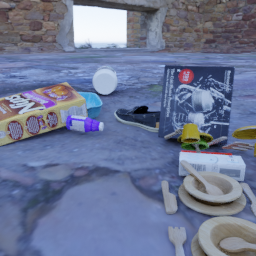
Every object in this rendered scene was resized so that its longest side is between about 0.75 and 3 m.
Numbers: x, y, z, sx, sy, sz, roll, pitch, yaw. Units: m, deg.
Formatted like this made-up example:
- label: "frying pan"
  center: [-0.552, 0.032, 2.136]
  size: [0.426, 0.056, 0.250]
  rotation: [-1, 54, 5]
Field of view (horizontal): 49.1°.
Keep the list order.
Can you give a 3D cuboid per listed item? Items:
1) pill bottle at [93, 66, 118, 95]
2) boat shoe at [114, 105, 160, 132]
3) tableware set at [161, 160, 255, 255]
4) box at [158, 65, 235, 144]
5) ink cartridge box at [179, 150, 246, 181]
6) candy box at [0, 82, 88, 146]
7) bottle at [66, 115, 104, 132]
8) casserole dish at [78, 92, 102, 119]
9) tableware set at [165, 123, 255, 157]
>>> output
- label: "pill bottle"
  center: [-1.157, -2.433, 14.284]
  size: [1.252, 1.252, 2.213]
  rotation: [-1, 17, -3]
- label: "boat shoe"
  center: [0.388, -0.425, 9.196]
  size: [0.818, 0.682, 2.192]
  rotation: [-18, 24, -38]
- label: "tableware set"
  center: [1.471, 1.265, 4.320]
  size: [1.721, 0.522, 2.603]
  rotation: [1, 18, 2]
- label: "box"
  center: [1.828, -0.620, 7.467]
  size: [1.756, 1.928, 1.004]
  rotation: [5, 1, 18]
- label: "ink cartridge box"
  center: [1.806, 0.656, 6.260]
  size: [1.269, 0.375, 1.586]
  rotation: [3, 15, 11]
- label: "candy box"
  center: [-2.754, -0.501, 8.335]
  size: [2.697, 0.762, 1.574]
  rotation: [-21, 37, -25]
- label: "bottle"
  center: [-1.220, -0.099, 7.951]
  size: [1.037, 0.433, 0.339]
  rotation: [7, 38, 8]
- label: "casserole dish"
  center: [-1.931, -0.833, 10.601]
  size: [1.764, 0.565, 2.913]
  rotation: [-4, 18, -13]
- label: "tableware set"
  center: [2.188, 0.331, 6.042]
  size: [2.515, 0.386, 1.694]
  rotation: [10, -20, -19]
